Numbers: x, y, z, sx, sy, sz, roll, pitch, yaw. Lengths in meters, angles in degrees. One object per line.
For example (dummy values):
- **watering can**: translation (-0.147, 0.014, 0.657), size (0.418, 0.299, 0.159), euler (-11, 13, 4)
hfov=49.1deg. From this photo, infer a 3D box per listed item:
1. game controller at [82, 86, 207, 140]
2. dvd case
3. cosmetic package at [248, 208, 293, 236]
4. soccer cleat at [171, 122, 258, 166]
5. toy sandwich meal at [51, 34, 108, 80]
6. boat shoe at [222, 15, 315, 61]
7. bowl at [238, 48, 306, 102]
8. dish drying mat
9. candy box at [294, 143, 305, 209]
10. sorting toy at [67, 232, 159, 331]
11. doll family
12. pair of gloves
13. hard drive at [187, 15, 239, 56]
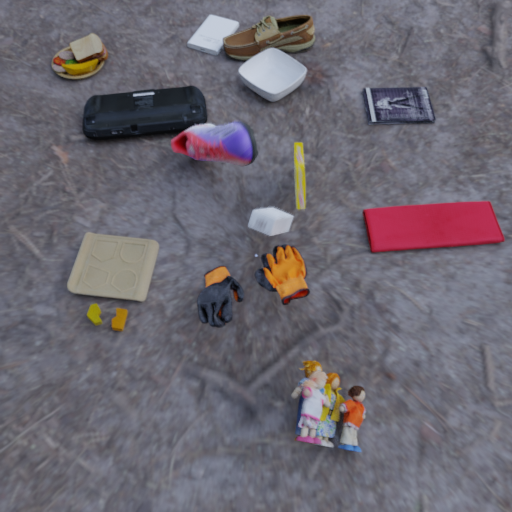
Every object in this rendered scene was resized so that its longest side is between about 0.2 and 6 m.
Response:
- **game controller**: translation (-2.706, -3.507, 13.640), size (2.996, 0.631, 1.563), euler (-6, 43, -5)
- **dvd case**: translation (3.543, -3.751, 13.968), size (1.643, 0.131, 1.222), euler (-1, 57, -1)
- **cosmetic package**: translation (0.289, -0.658, 10.580), size (0.503, 0.367, 0.990), euler (23, 17, 17)
- **soccer cleat**: translation (-0.889, -2.305, 11.749), size (0.985, 0.918, 2.691), euler (-19, 22, -25)
- **toy sandwich meal**: translation (-4.646, -5.228, 14.683), size (1.521, 0.521, 1.521), euler (0, 57, -1)
- **boat shoe**: translation (0.347, -5.926, 14.895), size (2.522, 0.931, 0.954), euler (-13, 58, -8)
- **bowl**: translation (0.411, -4.521, 14.237), size (1.400, 0.523, 1.402), euler (40, 64, 23)
- **dish drying mat**: translation (3.727, -0.626, 11.888), size (2.801, 0.255, 1.076), euler (-4, 58, -4)
- **candy box**: translation (0.897, -1.691, 11.601), size (0.226, 0.875, 1.712), euler (0, 28, 3)
- **sorting toy**: translation (-2.899, 0.500, 11.167), size (1.547, 0.278, 2.077), euler (8, 57, 0)
- **doll family**: translation (1.025, 2.411, 9.160), size (0.928, 2.059, 1.278), euler (-4, 67, 37)
- **pair of gloves**: translation (-0.108, 0.490, 10.290), size (2.133, 0.264, 1.901), euler (-22, 30, 5)
- **hard drive**: translation (-1.179, -6.103, 15.460), size (0.910, 0.184, 1.379), euler (20, 60, 13)
